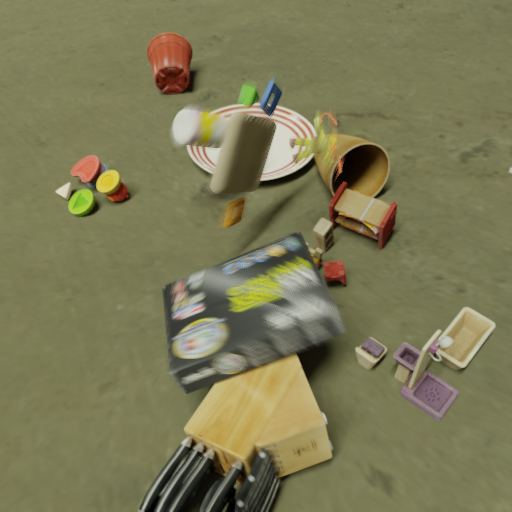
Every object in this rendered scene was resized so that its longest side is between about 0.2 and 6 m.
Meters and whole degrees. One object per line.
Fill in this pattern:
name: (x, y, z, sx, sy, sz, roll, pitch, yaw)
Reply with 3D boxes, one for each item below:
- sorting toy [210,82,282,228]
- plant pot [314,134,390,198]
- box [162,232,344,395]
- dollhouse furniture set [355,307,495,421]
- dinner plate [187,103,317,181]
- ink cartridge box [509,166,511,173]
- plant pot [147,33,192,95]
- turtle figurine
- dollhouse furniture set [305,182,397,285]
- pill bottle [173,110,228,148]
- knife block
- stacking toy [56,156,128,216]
sorting toy: (-0.285, -1.822, 10.048, 0.368, 2.701, 1.521, 24, 16, 23)
plant pot: (1.940, -2.092, 12.401, 1.431, 1.431, 1.536, -15, 37, -14)
box: (-0.157, 0.808, 8.767, 2.549, 0.564, 2.042, -22, 36, 3)
dollhouse furniture set: (2.948, 1.144, 9.156, 1.672, 1.498, 2.110, 34, 55, 27)
dinner plate: (-0.096, -2.706, 13.524, 3.138, 0.380, 3.138, 1, 46, -1)
ink cartridge box: (6.442, -2.028, 13.025, 0.808, 0.190, 0.798, 32, 54, 28)
plant pot: (-2.328, -5.179, 15.327, 1.273, 1.273, 1.238, -6, 55, -6)
turtle figurine: (1.076, -1.912, 9.976, 0.882, 1.094, 0.352, -12, 20, 16)
dollhouse furniture set: (1.735, -0.235, 11.044, 1.210, 0.914, 2.248, 27, 70, 22)
pill bottle: (-0.967, -2.478, 11.060, 1.254, 0.654, 0.654, -4, 39, -45)
knife block: (-0.414, 2.515, 8.147, 2.702, 0.985, 3.078, -17, 40, -4)
stacking toy: (-3.598, -1.439, 12.423, 1.301, 0.607, 1.437, -47, 55, -4)
